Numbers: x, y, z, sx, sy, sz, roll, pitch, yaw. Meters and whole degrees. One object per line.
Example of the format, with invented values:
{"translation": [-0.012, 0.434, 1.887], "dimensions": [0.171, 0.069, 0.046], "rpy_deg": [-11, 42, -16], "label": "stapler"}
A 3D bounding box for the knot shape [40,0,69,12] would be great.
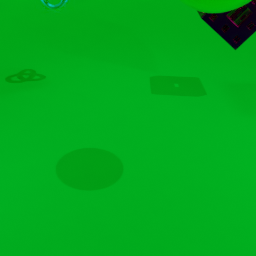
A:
{"translation": [-2.351, -4.088, 8.103], "dimensions": [1.318, 0.609, 1.233], "rpy_deg": [20, 53, -32], "label": "knot shape"}

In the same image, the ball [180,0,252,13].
{"translation": [1.038, -2.013, 3.131], "dimensions": [1.349, 1.349, 1.349], "rpy_deg": [0, 34, 0], "label": "ball"}

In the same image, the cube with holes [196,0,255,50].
{"translation": [2.872, -3.310, 7.676], "dimensions": [1.372, 1.372, 1.372], "rpy_deg": [33, 32, -20], "label": "cube with holes"}
